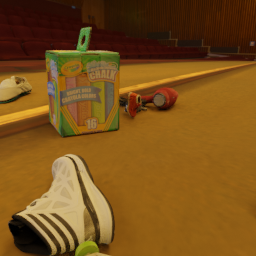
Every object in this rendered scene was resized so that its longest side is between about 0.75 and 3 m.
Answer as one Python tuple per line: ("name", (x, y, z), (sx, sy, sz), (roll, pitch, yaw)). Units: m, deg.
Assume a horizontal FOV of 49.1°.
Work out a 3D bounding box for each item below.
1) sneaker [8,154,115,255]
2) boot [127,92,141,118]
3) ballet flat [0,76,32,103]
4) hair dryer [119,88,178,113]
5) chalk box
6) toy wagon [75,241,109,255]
("sneaker", (-1.068, 0.945, 3.864), (1.149, 0.753, 1.997), (-6, 20, -26))
("boot", (0.225, -0.720, 9.264), (0.475, 0.887, 0.333), (17, 32, 36))
("ballet flat", (-5.358, -1.874, 12.950), (1.023, 1.023, 2.944), (0, 17, 2))
("hair dryer", (0.808, -1.235, 11.098), (2.998, 0.814, 2.283), (-6, 17, -24))
("chalk box", (-1.341, -1.402, 8.078), (1.751, 2.829, 1.760), (-7, 18, -24))
("toy wagon", (-0.619, 1.609, 2.433), (1.581, 0.313, 1.226), (-8, 18, -24))
